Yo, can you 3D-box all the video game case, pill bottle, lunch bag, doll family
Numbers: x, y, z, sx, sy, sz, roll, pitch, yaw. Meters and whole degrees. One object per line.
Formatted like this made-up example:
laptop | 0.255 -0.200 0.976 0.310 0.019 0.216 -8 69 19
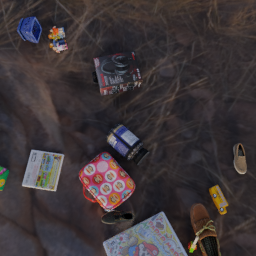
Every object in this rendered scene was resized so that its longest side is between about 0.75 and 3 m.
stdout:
video game case | -3.239 1.610 10.733 1.286 0.162 1.413 8 71 3
pill bottle | -0.009 0.638 10.658 1.602 0.896 0.896 41 77 12
lunch bag | -0.848 2.027 10.259 1.682 0.782 1.909 -38 76 -11
doll family | -3.139 -3.863 12.410 0.741 0.538 1.194 -12 90 -11
video game case | 0.743 4.491 9.292 2.411 0.303 2.649 -25 55 -8

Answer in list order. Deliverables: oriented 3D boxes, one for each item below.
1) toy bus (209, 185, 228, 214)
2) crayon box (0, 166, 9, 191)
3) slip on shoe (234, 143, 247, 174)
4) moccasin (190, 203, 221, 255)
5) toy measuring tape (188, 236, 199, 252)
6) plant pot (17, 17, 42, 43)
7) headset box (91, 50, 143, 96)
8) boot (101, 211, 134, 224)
toy bus | 3.348 2.641 10.308 0.390 0.324 0.997 -22 73 -8
crayon box | -6.077 1.477 9.925 2.969 1.763 0.865 10 73 3
slip on shoe | 4.334 1.159 10.772 0.445 0.355 1.172 2 72 1
moccasin | 2.687 3.691 9.693 0.783 0.827 2.141 -7 72 -2
toy measuring tape | 2.285 3.991 9.744 0.300 0.300 0.816 16 116 5
plant pot | -4.364 -4.332 12.350 0.742 0.825 0.825 6 72 8
headset box | -0.514 -2.267 11.683 1.966 0.759 1.463 -11 72 -5
boot | -0.377 3.123 9.887 1.184 0.819 0.459 -9 72 -2
